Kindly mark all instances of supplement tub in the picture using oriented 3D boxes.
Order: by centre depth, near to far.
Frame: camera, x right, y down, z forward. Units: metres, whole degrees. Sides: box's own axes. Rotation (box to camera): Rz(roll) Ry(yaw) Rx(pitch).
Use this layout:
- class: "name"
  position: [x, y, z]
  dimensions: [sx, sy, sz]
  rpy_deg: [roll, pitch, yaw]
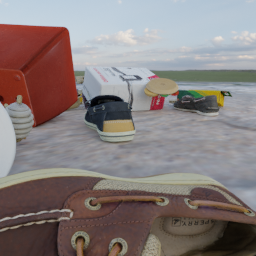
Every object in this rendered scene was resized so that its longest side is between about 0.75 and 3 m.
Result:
- class: "supplement tub"
  position: [-2.238, 0.024, 3.401]
  dimensions: [1.374, 1.374, 2.083]
  rpy_deg: [-6, 13, -30]

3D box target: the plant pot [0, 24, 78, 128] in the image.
- class: "plant pot"
  position: [-2.896, -1.280, 7.477]
  dimensions: [2.337, 2.335, 2.059]
  rpy_deg: [6, 36, 9]

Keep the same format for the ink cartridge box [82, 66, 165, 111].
- class: "ink cartridge box"
  position: [-0.168, -1.488, 10.479]
  dimensions: [2.629, 1.096, 1.909]
  rpy_deg: [-4, 31, -25]

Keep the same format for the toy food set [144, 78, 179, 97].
- class: "toy food set"
  position: [1.154, -1.343, 9.383]
  dimensions: [1.125, 0.277, 1.137]
  rpy_deg: [9, 35, 11]

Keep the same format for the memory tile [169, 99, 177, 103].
- class: "memory tile"
  position: [2.797, -1.203, 12.867]
  dimensions: [1.596, 0.134, 1.223]
  rpy_deg: [9, 14, 42]

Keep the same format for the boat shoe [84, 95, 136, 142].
- class: "boat shoe"
  position: [-0.480, -0.364, 6.679]
  dimensions: [1.050, 0.876, 2.816]
  rpy_deg: [-5, 11, -14]

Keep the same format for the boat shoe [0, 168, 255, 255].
- class: "boat shoe"
  position: [-0.086, 0.700, 1.556]
  dimensions: [2.205, 0.795, 0.794]
  rpy_deg: [2, 8, -25]

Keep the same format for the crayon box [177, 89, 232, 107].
- class: "crayon box"
  position: [3.069, -1.183, 11.161]
  dimensions: [1.957, 0.497, 1.242]
  rpy_deg: [6, -1, 27]

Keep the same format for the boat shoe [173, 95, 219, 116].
- class: "boat shoe"
  position: [2.396, -0.913, 9.942]
  dimensions: [0.792, 0.675, 2.368]
  rpy_deg: [-4, 12, -21]

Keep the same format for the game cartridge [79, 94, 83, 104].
- class: "game cartridge"
  position: [-3.527, -1.435, 13.248]
  dimensions: [2.752, 0.446, 2.426]
  rpy_deg: [-1, 11, -9]

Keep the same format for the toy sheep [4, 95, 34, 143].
- class: "toy sheep"
  position: [-2.024, -0.153, 5.103]
  dimensions: [0.639, 0.927, 0.639]
  rpy_deg: [7, 23, -3]

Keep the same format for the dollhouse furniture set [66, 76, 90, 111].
- class: "dollhouse furniture set"
  position: [-2.403, -1.222, 10.832]
  dimensions: [1.185, 1.323, 1.669]
  rpy_deg: [-12, 7, 29]
